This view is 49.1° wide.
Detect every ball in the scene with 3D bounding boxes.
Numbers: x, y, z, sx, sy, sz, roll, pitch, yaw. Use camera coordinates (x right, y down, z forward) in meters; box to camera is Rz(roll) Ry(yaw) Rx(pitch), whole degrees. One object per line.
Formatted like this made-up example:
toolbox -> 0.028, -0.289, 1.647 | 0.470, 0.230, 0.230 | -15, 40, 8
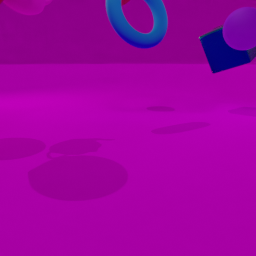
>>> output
ball -> 3.168, -2.696, 7.632 | 1.111, 1.111, 1.111 | 0, 14, 0

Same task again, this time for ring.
ring -> 0.280, -3.076, 7.492 | 1.947, 1.947, 0.389 | -10, -2, -35

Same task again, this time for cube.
cube -> 3.473, -2.819, 9.432 | 1.348, 1.348, 1.348 | -11, 19, 46

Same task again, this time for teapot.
teapot -> -2.177, -2.998, 5.999 | 1.719, 0.842, 1.069 | -3, 56, -51

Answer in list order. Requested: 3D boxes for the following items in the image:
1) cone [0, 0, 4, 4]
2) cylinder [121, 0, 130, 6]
cone -> -2.317, -2.490, 4.656 | 1.600, 1.606, 1.600 | 9, -3, 0
cylinder -> -0.445, -5.072, 10.290 | 0.932, 0.932, 0.932 | -21, 3, 1
